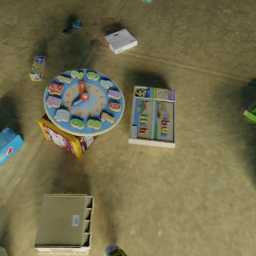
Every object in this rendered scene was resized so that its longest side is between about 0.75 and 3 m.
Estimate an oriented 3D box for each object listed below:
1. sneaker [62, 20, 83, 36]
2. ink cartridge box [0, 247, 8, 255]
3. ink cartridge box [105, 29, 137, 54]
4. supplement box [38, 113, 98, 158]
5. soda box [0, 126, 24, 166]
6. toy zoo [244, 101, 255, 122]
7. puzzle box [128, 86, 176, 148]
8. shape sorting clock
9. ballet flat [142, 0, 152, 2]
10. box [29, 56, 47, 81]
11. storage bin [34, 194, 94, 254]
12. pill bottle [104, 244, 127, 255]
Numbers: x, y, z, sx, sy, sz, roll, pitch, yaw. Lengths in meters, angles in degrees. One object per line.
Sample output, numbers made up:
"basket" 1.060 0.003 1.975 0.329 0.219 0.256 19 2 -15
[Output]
"sneaker" -2.974 -5.312 14.818 1.215 0.498 0.445 -32 62 -19
"ink cartridge box" -3.851 3.912 8.264 0.385 1.016 0.751 -27 60 -17
"ink cartridge box" -0.375 -4.454 14.354 1.312 0.293 1.156 -27 61 -18
"supplement box" -2.104 -0.154 10.902 1.769 1.191 1.793 28 60 18
"soda box" -4.957 0.973 10.434 0.669 0.707 2.085 31 61 19
"toy zoo" 6.526 -0.351 11.583 1.837 0.287 2.800 -38 63 -22
"puzzle box" 1.050 -0.525 11.574 1.856 0.355 2.790 6 57 -1
"shape sorting clock" -1.573 -1.042 10.316 2.962 0.581 2.962 4 59 -6
"ballet flat" 1.050 -7.639 16.571 0.843 0.297 0.275 34 36 18
"box" -4.219 -2.831 13.190 0.448 0.411 1.279 2 56 2
"storage bin" -1.977 3.052 8.992 1.690 0.798 1.702 1 55 0
"pill bottle" -0.274 3.944 8.201 0.632 0.632 1.106 -27 23 -17
